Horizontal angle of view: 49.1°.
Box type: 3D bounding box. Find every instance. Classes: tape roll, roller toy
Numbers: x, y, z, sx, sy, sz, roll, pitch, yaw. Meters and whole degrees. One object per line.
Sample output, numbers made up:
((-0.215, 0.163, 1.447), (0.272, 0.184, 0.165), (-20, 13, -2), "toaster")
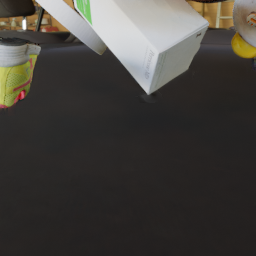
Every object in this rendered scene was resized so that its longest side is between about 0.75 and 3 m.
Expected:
((-1.820, -3.518, 9.010), (2.963, 0.541, 2.963), (40, 11, -9), "tape roll")
((3.304, -2.647, 6.194), (2.078, 1.896, 1.452), (-8, 11, 22), "roller toy")

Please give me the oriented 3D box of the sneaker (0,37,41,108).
((-2.091, -0.976, 4.793), (0.987, 1.140, 2.526), (6, 14, -14), "sneaker")

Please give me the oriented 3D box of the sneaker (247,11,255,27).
((2.768, -2.127, 5.696), (0.765, 0.299, 0.295), (31, 48, -10), "sneaker")

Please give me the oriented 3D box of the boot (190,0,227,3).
((-0.002, -1.948, 3.087), (2.575, 0.882, 2.424), (-20, 38, -41), "boot")

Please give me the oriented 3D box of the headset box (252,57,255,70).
((4.464, -2.271, 8.303), (1.369, 1.192, 0.635), (12, 66, 30), "headset box")

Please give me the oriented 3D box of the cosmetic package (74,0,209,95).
((0.093, -2.363, 5.797), (1.241, 1.574, 2.924), (-33, 73, -15), "cosmetic package")
